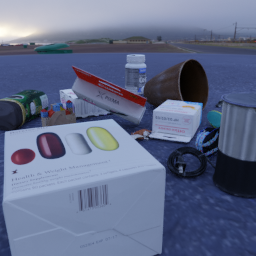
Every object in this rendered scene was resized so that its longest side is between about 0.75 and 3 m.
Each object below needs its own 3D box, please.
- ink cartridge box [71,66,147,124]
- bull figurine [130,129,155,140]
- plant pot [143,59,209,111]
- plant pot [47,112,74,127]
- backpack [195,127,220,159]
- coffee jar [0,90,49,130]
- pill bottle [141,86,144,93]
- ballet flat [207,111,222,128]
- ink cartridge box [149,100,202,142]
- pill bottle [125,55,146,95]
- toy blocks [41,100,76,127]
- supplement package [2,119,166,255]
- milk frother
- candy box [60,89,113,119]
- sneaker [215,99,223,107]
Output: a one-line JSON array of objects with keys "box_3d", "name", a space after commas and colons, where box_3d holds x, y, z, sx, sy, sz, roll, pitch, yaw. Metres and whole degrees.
[{"box_3d": [-0.733, -1.113, 10.518, 2.875, 0.626, 2.495, 24, -6, 3], "name": "ink cartridge box"}, {"box_3d": [0.515, 0.249, 10.032, 0.600, 0.322, 0.989, 15, 22, 27], "name": "bull figurine"}, {"box_3d": [2.094, -1.840, 13.514, 2.630, 2.458, 2.458, -2, 12, 45], "name": "plant pot"}, {"box_3d": [-2.346, 0.018, 10.055, 0.850, 0.975, 0.975, 20, 21, 1], "name": "plant pot"}, {"box_3d": [2.437, 0.483, 8.716, 0.929, 0.848, 0.625, -29, 24, -35], "name": "backpack"}, {"box_3d": [-4.576, -0.807, 11.782, 1.416, 1.158, 2.715, 5, 19, 12], "name": "coffee jar"}, {"box_3d": [1.362, -2.095, 16.160, 0.714, 0.714, 1.314, -12, 22, -30], "name": "pill bottle"}, {"box_3d": [3.863, -0.159, 11.008, 0.621, 0.619, 1.852, 15, 14, -27], "name": "ballet flat"}, {"box_3d": [1.895, -0.353, 10.803, 1.531, 0.902, 2.660, 8, 19, 21], "name": "ink cartridge box"}, {"box_3d": [0.471, -3.278, 17.126, 1.303, 2.291, 1.303, 0, 19, 0], "name": "pill bottle"}, {"box_3d": [-2.682, -0.454, 10.834, 1.648, 1.127, 0.824, -14, 24, -33], "name": "toy blocks"}, {"box_3d": [-0.945, 1.141, 5.210, 2.358, 1.814, 2.466, -8, 22, -21], "name": "supplement package"}, {"box_3d": [2.327, 0.277, 7.068, 2.384, 2.243, 2.152, -3, 19, -8], "name": "milk frother"}, {"box_3d": [-1.697, -1.314, 13.549, 2.661, 0.952, 2.232, -9, 21, -26], "name": "candy box"}, {"box_3d": [4.745, -1.300, 14.437, 0.767, 0.347, 0.255, -17, 25, -40], "name": "sneaker"}]
